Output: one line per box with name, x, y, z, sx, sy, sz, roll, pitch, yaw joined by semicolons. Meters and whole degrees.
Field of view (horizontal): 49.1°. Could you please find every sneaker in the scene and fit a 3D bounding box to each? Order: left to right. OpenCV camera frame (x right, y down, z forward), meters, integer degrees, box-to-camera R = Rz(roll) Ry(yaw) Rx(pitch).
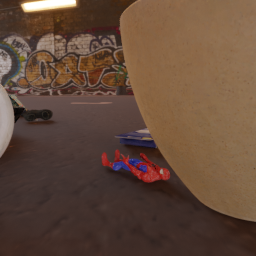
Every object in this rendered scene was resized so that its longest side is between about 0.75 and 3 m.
sneaker;-3.357;-0.534;10.400;1.140;0.433;0.517;-5;22;-42

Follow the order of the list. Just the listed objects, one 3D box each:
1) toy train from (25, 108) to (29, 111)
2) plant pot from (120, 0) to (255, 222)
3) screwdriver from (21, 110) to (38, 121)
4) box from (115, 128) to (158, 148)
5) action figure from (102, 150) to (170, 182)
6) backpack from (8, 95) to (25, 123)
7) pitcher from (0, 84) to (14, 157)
toy train;-5.343;-0.705;12.241;1.952;0.333;0.447;-2;12;-11
plant pot;1.363;-0.186;2.874;2.803;1.882;2.803;-3;8;0
screwdriver;-4.039;-0.518;11.174;0.342;0.328;2.350;12;4;-33
box;0.443;0.210;6.077;0.878;0.235;1.449;5;8;32
action figure;0.107;0.511;3.870;0.402;0.317;1.227;-4;11;-40
backpack;-3.364;-0.422;7.279;1.123;0.952;1.265;-41;-3;12
pitcher;-2.708;0.146;3.056;2.525;1.531;2.166;-7;24;31
